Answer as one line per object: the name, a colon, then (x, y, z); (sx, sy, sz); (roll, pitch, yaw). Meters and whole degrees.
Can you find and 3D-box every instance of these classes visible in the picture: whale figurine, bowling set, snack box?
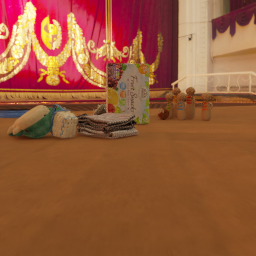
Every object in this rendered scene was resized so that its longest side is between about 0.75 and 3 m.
whale figurine: (-2.368, -0.035, 6.848); (1.303, 0.676, 1.037); (-21, 22, 33)
bowling set: (2.195, -1.074, 12.036); (1.827, 1.410, 2.626); (-4, 7, -32)
snack box: (-0.015, -1.210, 10.019); (1.508, 2.121, 0.562); (-1, 3, -10)

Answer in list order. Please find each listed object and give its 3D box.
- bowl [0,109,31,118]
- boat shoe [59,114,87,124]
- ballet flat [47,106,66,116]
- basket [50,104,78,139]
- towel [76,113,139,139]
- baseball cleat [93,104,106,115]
bowl: (-5.499, -0.720, 13.666); (1.772, 0.348, 1.772); (0, 7, 0)
boat shoe: (-1.955, -0.307, 9.581); (0.534, 0.436, 1.269); (6, 9, 42)
ballet flat: (-3.293, -0.718, 13.206); (1.631, 0.564, 0.580); (4, -12, 37)
basket: (-1.618, -0.114, 6.786); (0.835, 0.736, 0.581); (27, 22, 33)
towel: (-0.533, -0.092, 7.137); (1.309, 0.560, 1.084); (6, 9, 41)
baseball cleat: (-0.824, -0.565, 10.690); (0.774, 0.507, 1.454); (42, 18, 1)
